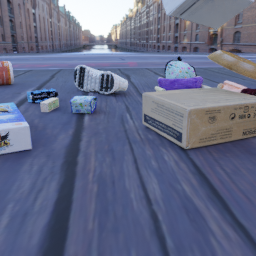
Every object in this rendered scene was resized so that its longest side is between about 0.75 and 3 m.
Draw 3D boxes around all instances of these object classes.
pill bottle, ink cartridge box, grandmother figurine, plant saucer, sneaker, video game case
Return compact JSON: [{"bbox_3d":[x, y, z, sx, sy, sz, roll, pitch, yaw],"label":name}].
[{"bbox_3d":[-6.571,-2.574,13.306,1.996,1.119,1.119,-10,20,-28],"label":"pill bottle"},{"bbox_3d":[1.809,-0.362,6.766,2.383,0.895,1.963,-8,18,-22],"label":"ink cartridge box"},{"bbox_3d":[4.178,-1.232,9.911,1.410,0.704,2.324,-16,20,-20],"label":"grandmother figurine"},{"bbox_3d":[2.841,-1.653,7.191,1.606,0.284,1.606,17,26,-9],"label":"plant saucer"},{"bbox_3d":[-1.243,-2.018,11.985,2.894,1.087,1.173,23,18,38],"label":"sneaker"},{"bbox_3d":[-3.482,0.022,6.142,2.232,0.560,2.463,-9,20,-27],"label":"video game case"}]

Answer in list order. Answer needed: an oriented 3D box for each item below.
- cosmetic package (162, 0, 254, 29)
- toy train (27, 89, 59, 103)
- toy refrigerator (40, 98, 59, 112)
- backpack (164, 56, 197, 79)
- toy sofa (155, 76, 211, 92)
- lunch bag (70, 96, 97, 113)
[{"bbox_3d":[1.472,-3.145,5.732,1.692,1.687,1.040,-5,-16,-41],"label":"cosmetic package"},{"bbox_3d":[-3.051,-1.171,10.056,1.075,0.466,0.614,-16,17,-40],"label":"toy train"},{"bbox_3d":[-2.477,-0.742,8.946,0.275,0.298,0.785,4,18,11],"label":"toy refrigerator"},{"bbox_3d":[2.261,-2.209,12.142,1.080,1.424,1.706,-24,25,-7],"label":"backpack"},{"bbox_3d":[1.902,-1.273,9.639,1.838,0.897,0.761,-4,18,-14],"label":"toy sofa"},{"bbox_3d":[-1.354,-0.767,8.678,0.685,0.513,0.805,2,28,6],"label":"lunch bag"}]
